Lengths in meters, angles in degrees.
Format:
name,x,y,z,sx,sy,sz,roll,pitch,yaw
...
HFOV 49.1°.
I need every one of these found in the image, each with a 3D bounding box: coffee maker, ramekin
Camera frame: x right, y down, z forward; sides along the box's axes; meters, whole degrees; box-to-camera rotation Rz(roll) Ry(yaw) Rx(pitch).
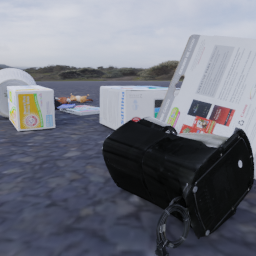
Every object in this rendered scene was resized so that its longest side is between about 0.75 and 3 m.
name,x,y,z,sx,sy,sz,roll,pitch,yaw
coffee maker,0.395,0.479,3.360,1.527,1.071,1.590,-10,14,-37
ramekin,-4.053,-1.149,9.884,1.800,1.800,0.838,-6,25,-27

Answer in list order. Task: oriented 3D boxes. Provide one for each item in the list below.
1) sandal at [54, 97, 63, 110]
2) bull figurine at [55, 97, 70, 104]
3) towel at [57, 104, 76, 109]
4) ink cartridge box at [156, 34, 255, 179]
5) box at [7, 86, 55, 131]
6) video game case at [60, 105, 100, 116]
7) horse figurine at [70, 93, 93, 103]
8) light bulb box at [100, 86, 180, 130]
name,x,y,z,sx,sy,sz,roll,pitch,yaw
sandal,-3.582,-1.104,12.979,0.723,0.434,1.926,-15,33,-36
bull figurine,-3.313,-1.339,13.971,0.710,0.381,1.169,-2,10,1
towel,-2.588,-0.920,11.829,0.619,0.102,0.855,0,12,2
ink cartridge box,1.480,-0.407,4.377,1.636,1.863,0.781,22,-1,37
box,-3.052,-0.679,8.707,1.059,1.175,2.089,-6,13,-28
video game case,-1.856,-0.753,11.638,1.291,0.158,1.805,-9,15,-39
horse figurine,-2.619,-1.582,15.067,1.462,0.365,0.969,5,23,-1
light bulb box,0.364,-0.607,8.267,1.917,1.207,1.934,-5,12,-26
